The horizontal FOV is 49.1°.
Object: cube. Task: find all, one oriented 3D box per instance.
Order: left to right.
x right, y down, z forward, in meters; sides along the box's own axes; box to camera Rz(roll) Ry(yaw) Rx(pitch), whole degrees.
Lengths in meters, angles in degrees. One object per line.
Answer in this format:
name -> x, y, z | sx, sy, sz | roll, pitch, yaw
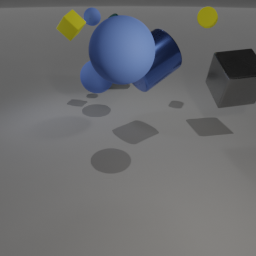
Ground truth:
cube -> -2.176, -3.943, 10.757 | 0.700, 0.700, 0.700 | -34, 21, 45
cube -> 3.718, -1.719, 9.740 | 1.400, 1.400, 1.400 | -7, 53, -6

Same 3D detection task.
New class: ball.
ball -> -1.468, -4.555, 11.472 | 0.700, 0.700, 0.700 | 0, 27, 0
ball -> -1.297, -2.154, 11.731 | 1.400, 1.400, 1.400 | 0, 27, 0
ball -> -0.127, -1.626, 5.915 | 1.400, 1.400, 1.400 | 0, 27, 0

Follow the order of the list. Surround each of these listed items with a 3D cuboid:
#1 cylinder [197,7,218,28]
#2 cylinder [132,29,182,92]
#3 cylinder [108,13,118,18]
cylinder -> 2.931, -4.049, 10.295 | 0.700, 0.700, 0.700 | 9, 19, 17
cylinder -> 0.675, -2.052, 8.558 | 1.400, 1.400, 1.400 | -37, 38, -11
cylinder -> -0.462, -4.728, 14.043 | 1.400, 1.400, 1.400 | 26, 11, -34
